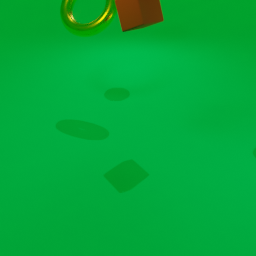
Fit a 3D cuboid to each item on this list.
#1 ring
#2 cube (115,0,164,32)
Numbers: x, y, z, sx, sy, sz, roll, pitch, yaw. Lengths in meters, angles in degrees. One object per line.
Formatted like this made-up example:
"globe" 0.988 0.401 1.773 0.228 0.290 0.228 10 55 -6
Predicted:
"ring" -1.114 -3.441 7.944 1.800 1.800 0.360 15 -5 20
"cube" 0.258 -2.643 6.304 0.709 0.709 0.709 -26 18 -38
